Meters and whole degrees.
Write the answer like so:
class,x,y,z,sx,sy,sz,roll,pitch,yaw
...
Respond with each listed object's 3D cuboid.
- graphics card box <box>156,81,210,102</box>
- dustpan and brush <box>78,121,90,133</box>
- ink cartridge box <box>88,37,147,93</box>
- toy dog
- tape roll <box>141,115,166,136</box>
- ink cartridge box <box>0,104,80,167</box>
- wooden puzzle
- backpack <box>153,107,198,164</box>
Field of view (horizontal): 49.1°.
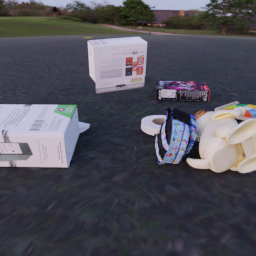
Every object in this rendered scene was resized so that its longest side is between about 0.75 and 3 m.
class,x,y,z,sx,sy,sz,roll,pitch,yaw
graphics card box,2.757,-1.920,14.471,2.654,0.675,1.665,1,24,6
dustpan and brush,-2.238,0.135,10.186,1.058,0.434,1.516,11,19,34
ink cartridge box,-0.418,-2.504,11.095,2.143,1.881,0.899,-10,34,-18
toy dog,2.758,0.323,8.564,2.282,1.643,2.354,-35,24,9
tape roll,1.301,-0.092,10.348,1.668,0.305,1.668,3,20,-1
ink cartridge box,-3.126,0.169,8.784,2.843,1.195,2.075,1,29,1
wooden puzzle,5.114,-0.725,12.075,1.884,0.379,2.037,-17,29,-35
backpack,1.407,0.369,8.365,1.052,1.427,1.563,17,37,-5
